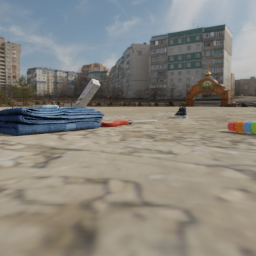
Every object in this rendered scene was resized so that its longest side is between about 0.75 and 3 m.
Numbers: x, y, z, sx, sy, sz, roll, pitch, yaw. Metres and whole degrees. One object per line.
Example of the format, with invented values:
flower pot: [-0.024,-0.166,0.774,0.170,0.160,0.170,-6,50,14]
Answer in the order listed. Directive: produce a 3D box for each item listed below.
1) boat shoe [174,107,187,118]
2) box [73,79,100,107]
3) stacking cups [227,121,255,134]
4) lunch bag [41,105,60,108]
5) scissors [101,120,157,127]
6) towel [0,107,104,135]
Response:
boat shoe: [2.646,-0.790,13.976,0.435,0.558,1.228,-1,5,-12]
box: [-1.598,-1.186,10.651,0.320,1.544,0.299,11,41,-39]
stacking cups: [3.010,-0.045,6.889,0.361,0.361,1.194,-3,7,-31]
lunch bag: [-4.210,-0.967,15.319,0.904,0.678,1.064,-1,15,-8]
scissors: [-0.122,-0.223,9.755,1.000,0.190,2.733,2,7,40]
towel: [-2.087,-0.261,7.682,1.499,0.652,2.685,3,6,40]
